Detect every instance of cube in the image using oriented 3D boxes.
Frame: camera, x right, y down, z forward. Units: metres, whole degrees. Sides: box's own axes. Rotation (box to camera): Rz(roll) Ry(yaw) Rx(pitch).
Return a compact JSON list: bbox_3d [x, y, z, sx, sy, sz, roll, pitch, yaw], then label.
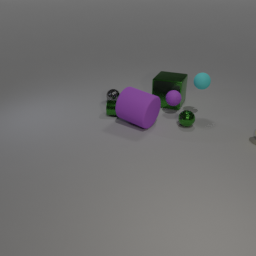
[{"bbox_3d":[2.033,-1.856,13.685,1.400,1.400,1.400,11,30,19],"label":"cube"}]

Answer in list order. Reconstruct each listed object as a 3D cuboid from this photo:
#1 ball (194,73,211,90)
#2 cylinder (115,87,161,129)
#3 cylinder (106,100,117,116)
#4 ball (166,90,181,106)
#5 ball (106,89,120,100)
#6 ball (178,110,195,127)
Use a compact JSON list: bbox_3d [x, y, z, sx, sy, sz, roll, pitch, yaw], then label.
[{"bbox_3d":[3.115,-1.970,11.773,0.700,0.700,0.700,0,29,0],"label":"ball"},{"bbox_3d":[0.428,-0.860,11.674,1.400,1.400,1.400,24,36,26],"label":"cylinder"},{"bbox_3d":[-0.585,-0.906,12.672,0.700,0.700,0.700,3,29,6],"label":"cylinder"},{"bbox_3d":[2.045,-1.343,12.581,0.700,0.700,0.700,0,29,0],"label":"ball"},{"bbox_3d":[-0.731,-1.588,13.915,0.700,0.700,0.700,0,29,0],"label":"ball"},{"bbox_3d":[2.463,-0.400,11.736,0.700,0.700,0.700,0,29,0],"label":"ball"}]
